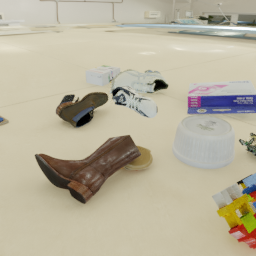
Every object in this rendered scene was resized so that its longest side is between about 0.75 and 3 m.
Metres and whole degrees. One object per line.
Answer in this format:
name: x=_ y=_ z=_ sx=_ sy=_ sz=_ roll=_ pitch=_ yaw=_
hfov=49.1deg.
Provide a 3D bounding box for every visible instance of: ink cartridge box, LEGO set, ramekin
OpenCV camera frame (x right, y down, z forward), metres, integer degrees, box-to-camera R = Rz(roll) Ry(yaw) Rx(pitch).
ink cartridge box: x=3.851 y=-1.333 z=11.619 sx=2.676 sy=0.590 sz=2.726 roll=0 pitch=24 yaw=14
ink cartridge box: x=-1.312 y=-2.812 z=14.892 sx=1.151 sy=0.667 sz=1.589 roll=16 pitch=30 yaw=30
LEGO set: x=3.873 y=0.617 z=8.144 sx=1.147 sy=0.501 sz=1.766 roll=23 pitch=21 yaw=35
ramekin: x=2.185 y=0.310 z=8.052 sx=1.775 sy=0.932 sz=1.775 roll=0 pitch=25 yaw=0

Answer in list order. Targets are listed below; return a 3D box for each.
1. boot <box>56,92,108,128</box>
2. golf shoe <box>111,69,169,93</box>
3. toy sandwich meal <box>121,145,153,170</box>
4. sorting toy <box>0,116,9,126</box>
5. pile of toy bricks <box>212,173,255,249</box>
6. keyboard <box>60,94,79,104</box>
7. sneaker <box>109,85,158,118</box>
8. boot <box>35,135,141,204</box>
boot: x=-1.430 y=-0.643 z=10.448 sx=2.248 sy=0.840 sz=1.090 roll=-25 pitch=49 yaw=-33
golf shoe: x=0.618 y=-2.087 z=13.025 sx=2.792 sy=1.093 sz=1.358 roll=-14 pitch=34 yaw=-24
toy sandwich meal: x=0.191 y=0.847 z=7.649 sx=1.059 sy=0.363 sz=1.059 roll=3 pitch=36 yaw=-2
sorting toy: x=-5.081 y=-0.353 z=10.110 sx=2.127 sy=0.360 sz=1.026 roll=21 pitch=32 yaw=38
pile of toy bricks: x=3.230 y=1.402 z=5.585 sx=2.972 sy=1.649 sz=1.467 roll=-10 pitch=64 yaw=-42
keyboard: x=-2.506 y=-1.254 z=12.277 sx=0.785 sy=0.127 sz=1.236 roll=0 pitch=26 yaw=-1
sneaker: x=0.054 y=-0.604 z=6.428 sx=0.787 sy=0.483 sz=1.209 roll=-7 pitch=45 yaw=-48
boot: x=-0.969 y=0.690 z=7.097 sx=1.983 sy=0.683 sz=2.128 roll=31 pitch=51 yaw=25
